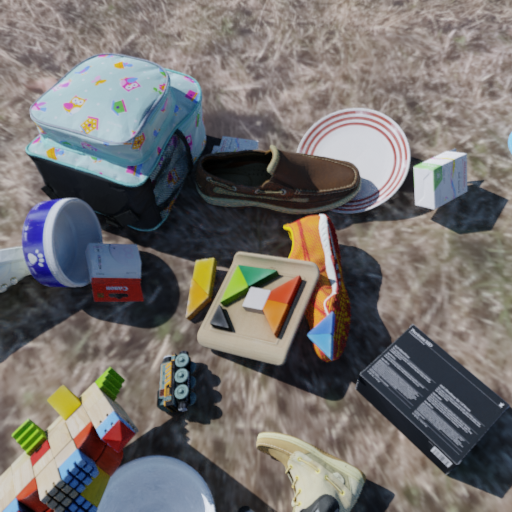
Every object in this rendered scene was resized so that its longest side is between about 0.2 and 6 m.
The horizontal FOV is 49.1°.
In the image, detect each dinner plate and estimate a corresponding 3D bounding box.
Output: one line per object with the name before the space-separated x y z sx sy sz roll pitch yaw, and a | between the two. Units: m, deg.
dinner plate | 1.967 -1.945 11.542 2.337 0.283 2.337 -5 72 16

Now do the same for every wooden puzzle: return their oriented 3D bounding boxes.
wooden puzzle | -0.013 0.796 9.403 2.943 0.344 1.986 2 59 26

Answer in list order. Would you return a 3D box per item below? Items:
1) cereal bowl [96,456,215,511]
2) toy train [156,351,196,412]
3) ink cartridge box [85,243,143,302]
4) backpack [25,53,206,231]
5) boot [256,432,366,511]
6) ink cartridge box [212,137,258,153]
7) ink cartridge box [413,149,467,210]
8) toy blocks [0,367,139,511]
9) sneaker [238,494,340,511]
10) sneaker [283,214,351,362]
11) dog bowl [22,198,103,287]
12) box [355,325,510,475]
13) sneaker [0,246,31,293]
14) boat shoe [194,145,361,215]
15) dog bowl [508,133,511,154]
cereal bowl | -1.421 3.722 7.703 1.769 0.737 1.769 0 56 0
toy train | -1.300 2.034 9.054 0.586 0.438 1.028 -14 53 13
ink cartridge box | -2.537 0.282 10.161 0.934 0.328 1.149 2 47 -30
backpack | -2.538 -2.486 11.012 2.857 2.491 3.250 16 49 17
boot | 0.584 3.397 8.038 1.681 0.612 1.306 22 60 12
ink cartridge box | -0.490 -2.231 12.062 1.004 0.338 0.588 8 56 5
ink cartridge box | 3.750 -1.556 11.097 1.419 0.831 0.478 -27 29 -32
toy blocks | -2.493 2.849 7.496 2.533 1.266 1.731 -46 23 -15
sneaker | 0.220 3.597 7.392 1.082 0.703 1.873 42 106 35
sneaker | 1.019 0.584 9.906 1.103 1.043 2.858 -16 51 18
dog bowl | -3.377 -0.224 9.890 0.614 1.559 1.559 -2 54 16
box | 2.699 2.201 8.758 1.313 0.734 1.860 -38 63 -19
sneaker | -5.001 0.737 9.773 3.219 1.172 1.363 -19 91 -21
boat shoe | 0.428 -1.538 10.930 3.309 1.224 1.222 -3 66 1
dog bowl | 6.789 -3.006 12.367 1.652 0.734 2.963 30 60 20
